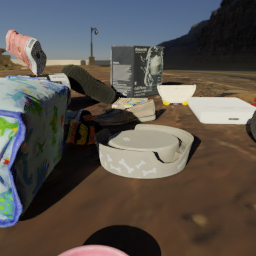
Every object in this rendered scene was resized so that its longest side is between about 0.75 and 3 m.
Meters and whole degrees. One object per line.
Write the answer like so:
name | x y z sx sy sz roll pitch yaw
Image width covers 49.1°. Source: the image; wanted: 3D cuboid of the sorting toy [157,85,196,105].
sorting toy | 2.087 -1.439 12.224 1.573 0.841 1.416 1 6 8

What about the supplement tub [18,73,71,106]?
supplement tub | -3.339 -1.332 10.440 2.180 1.336 1.336 -8 16 -30

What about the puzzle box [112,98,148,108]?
puzzle box | 0.126 -0.949 11.174 1.239 0.237 1.863 1 14 7

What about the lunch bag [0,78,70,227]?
lunch bag | -2.457 0.072 4.011 2.755 1.755 2.342 9 14 -3

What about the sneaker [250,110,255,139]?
sneaker | 3.774 0.196 5.451 1.120 1.022 2.766 -3 20 -40

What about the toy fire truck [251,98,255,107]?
toy fire truck | 4.799 -0.694 9.771 0.778 0.519 0.926 12 4 -39

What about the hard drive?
hard drive | 3.263 -0.663 9.695 1.965 0.391 2.979 1 14 5

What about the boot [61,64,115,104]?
boot | -1.833 -1.946 12.367 2.569 0.967 1.920 32 6 -24

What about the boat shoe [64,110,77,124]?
boat shoe | -1.897 -0.306 8.327 1.449 0.522 0.449 10 -4 15

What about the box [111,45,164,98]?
box | 0.485 -2.919 14.370 1.575 2.499 2.542 12 19 39

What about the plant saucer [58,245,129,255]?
plant saucer | -0.296 1.291 2.243 0.844 0.214 0.844 2 14 -1

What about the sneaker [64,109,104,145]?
sneaker | -0.954 0.023 6.780 0.808 0.628 1.797 15 15 -2

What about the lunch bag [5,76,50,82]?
lunch bag | -3.333 -1.013 8.954 1.789 1.434 0.676 8 -25 6

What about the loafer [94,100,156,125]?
loafer | -0.086 -0.495 8.517 2.042 0.642 0.734 -7 16 -26

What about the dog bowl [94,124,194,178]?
dog bowl | 0.285 0.387 5.232 1.816 0.532 1.816 0 14 0

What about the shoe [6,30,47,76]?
shoe | -1.638 -1.213 4.549 0.449 0.353 0.987 26 -15 -1
